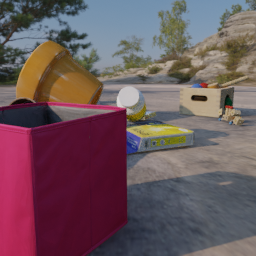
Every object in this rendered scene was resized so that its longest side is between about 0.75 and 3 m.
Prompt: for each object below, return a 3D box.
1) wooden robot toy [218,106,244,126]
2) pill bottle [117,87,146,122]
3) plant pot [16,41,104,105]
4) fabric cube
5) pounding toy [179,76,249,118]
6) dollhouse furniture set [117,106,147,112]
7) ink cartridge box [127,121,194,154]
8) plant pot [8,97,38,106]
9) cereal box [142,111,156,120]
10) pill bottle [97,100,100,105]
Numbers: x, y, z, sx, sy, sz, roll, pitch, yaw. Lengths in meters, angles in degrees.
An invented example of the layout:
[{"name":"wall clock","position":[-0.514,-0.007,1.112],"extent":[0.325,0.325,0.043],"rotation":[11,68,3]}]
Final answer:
[{"name":"wooden robot toy","position":[4.457,-0.509,11.691],"extent":[0.753,0.731,1.660],"rotation":[9,10,-13]},{"name":"pill bottle","position":[0.115,-0.731,8.640],"extent":[0.841,0.841,1.502],"rotation":[1,-12,7]},{"name":"plant pot","position":[-2.576,-1.647,11.561],"extent":[2.662,2.908,2.908],"rotation":[28,14,2]},{"name":"fabric cube","position":[-1.073,0.586,3.620],"extent":[1.641,1.667,1.672],"rotation":[6,13,32]},{"name":"pounding toy","position":[4.362,-1.673,14.191],"extent":[2.659,1.890,2.447],"rotation":[8,15,36]},{"name":"dollhouse furniture set","position":[0.130,-1.067,14.188],"extent":[0.917,0.708,1.834],"rotation":[-8,14,-33]},{"name":"ink cartridge box","position":[0.387,0.197,8.487],"extent":[2.296,0.540,2.269],"rotation":[-3,12,-23]},{"name":"plant pot","position":[-2.730,-0.187,8.561],"extent":[1.410,1.410,1.396],"rotation":[4,4,20]},{"name":"cereal box","position":[0.532,-0.530,12.212],"extent":[1.152,0.228,0.829],"rotation":[2,16,44]},{"name":"pill bottle","position":[-2.254,-1.702,17.927],"extent":[0.793,0.474,0.474],"rotation":[8,14,34]}]
